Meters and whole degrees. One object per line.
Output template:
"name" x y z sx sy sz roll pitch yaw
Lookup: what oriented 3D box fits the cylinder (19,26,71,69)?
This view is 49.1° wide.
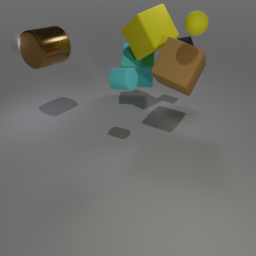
"cylinder" -3.177 -3.108 10.767 1.400 1.400 1.400 19 34 30

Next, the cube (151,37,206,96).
"cube" 1.856 -2.178 10.118 1.400 1.400 1.400 28 3 17

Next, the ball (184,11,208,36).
"ball" 2.052 -3.147 8.413 0.700 0.700 0.700 0 30 0

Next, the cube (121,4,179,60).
"cube" 0.867 -3.785 11.148 1.400 1.400 1.400 -33 9 -27

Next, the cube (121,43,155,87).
"cube" 0.470 -2.839 12.734 1.400 1.400 1.400 3 59 5

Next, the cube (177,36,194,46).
"cube" 2.299 -3.342 11.803 0.700 0.700 0.700 10 48 48

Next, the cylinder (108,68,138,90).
"cylinder" -0.153 -1.566 8.955 0.700 0.700 0.700 8 29 34
